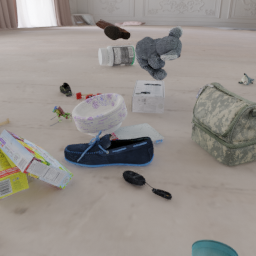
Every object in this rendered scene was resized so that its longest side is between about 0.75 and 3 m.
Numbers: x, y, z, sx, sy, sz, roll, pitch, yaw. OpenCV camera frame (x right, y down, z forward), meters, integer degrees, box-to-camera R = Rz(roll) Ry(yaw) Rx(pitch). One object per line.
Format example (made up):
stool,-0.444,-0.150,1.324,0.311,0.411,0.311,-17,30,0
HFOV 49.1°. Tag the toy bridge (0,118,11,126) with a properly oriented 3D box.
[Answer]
toy bridge,-5.667,-0.176,11.915,1.257,0.171,0.423,-10,31,-20

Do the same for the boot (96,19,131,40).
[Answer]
boot,-0.940,-4.307,12.004,1.694,0.544,1.578,39,25,30

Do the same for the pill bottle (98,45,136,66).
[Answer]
pill bottle,-0.821,-5.467,21.156,2.640,1.493,1.493,-7,27,-16

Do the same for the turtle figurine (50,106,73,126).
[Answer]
turtle figurine,-2.928,-0.457,12.296,0.912,0.940,0.677,13,-2,-19

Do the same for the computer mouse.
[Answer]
computer mouse,0.512,1.686,8.103,1.661,0.283,0.487,25,15,33

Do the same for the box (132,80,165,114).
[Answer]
box,1.065,-1.649,14.176,1.572,0.810,2.696,2,27,4

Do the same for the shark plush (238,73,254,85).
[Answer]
shark plush,7.434,-2.875,17.371,0.640,0.698,1.537,44,25,28

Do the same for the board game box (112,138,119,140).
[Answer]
board game box,-0.348,0.593,10.462,0.401,0.076,0.779,-18,31,-30

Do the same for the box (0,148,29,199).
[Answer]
box,-4.025,1.145,8.647,1.005,0.669,2.669,-18,31,-32

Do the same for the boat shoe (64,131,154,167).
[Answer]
boat shoe,-0.640,0.592,9.375,2.981,1.023,1.254,-2,26,-5

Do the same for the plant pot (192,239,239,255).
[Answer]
plant pot,1.598,2.741,5.294,0.899,0.899,0.845,9,42,17

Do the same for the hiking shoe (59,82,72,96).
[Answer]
hiking shoe,-3.443,-2.242,15.541,0.506,0.672,1.336,-16,31,-30

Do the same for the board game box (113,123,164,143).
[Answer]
board game box,0.343,0.283,10.861,1.584,0.205,1.584,-10,25,-19

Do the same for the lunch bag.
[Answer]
lunch bag,3.460,-0.264,9.810,1.800,2.167,2.584,-8,27,-17

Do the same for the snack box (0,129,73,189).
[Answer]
snack box,-2.793,0.905,8.310,2.137,1.520,0.566,27,81,42

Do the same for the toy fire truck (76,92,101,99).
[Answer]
toy fire truck,-2.018,-1.666,14.782,1.275,0.311,0.899,-12,28,-22

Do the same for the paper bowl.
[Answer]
paper bowl,-1.060,-0.452,11.120,2.109,1.097,2.109,-12,28,7

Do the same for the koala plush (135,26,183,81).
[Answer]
koala plush,1.477,-3.254,11.812,1.859,1.794,2.023,27,-15,-26
